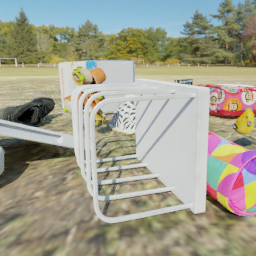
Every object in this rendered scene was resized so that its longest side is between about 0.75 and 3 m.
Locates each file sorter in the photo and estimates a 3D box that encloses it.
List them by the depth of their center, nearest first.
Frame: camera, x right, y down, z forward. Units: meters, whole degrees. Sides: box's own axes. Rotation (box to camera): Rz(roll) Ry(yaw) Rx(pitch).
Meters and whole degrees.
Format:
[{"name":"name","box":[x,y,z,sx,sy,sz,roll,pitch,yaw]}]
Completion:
[{"name":"file sorter","box":[-0.027,0.117,3.960,1.326,1.478,2.130,-5,14,-16]}]

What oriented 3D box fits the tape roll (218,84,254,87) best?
[{"name":"tape roll","box":[4.596,-1.566,12.937,2.271,0.794,2.271,0,12,0]}]

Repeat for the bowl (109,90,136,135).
[{"name":"bowl","box":[0.654,-0.599,7.926,2.394,1.123,2.394,1,14,0]}]

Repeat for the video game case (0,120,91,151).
[{"name":"video game case","box":[-2.321,-0.019,4.847,2.055,0.259,2.870,6,-8,37]}]

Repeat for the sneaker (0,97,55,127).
[{"name":"sneaker","box":[-2.692,-0.457,8.292,1.082,0.722,1.888,9,19,29]}]

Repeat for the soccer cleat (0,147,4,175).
[{"name":"soccer cleat","box":[-3.229,0.435,4.032,2.994,1.046,1.293,7,2,15]}]

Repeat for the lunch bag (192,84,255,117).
[{"name":"lunch bag","box":[3.739,-1.081,10.121,2.306,1.072,2.618,-4,13,-18]}]

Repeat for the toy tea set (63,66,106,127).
[{"name":"toy tea set","box":[-1.018,-0.698,6.186,1.059,1.780,0.659,40,58,21]}]

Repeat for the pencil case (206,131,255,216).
[{"name":"pencil case","box":[1.163,0.452,3.929,0.868,0.868,1.965,-5,14,-21]}]

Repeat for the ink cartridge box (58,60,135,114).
[{"name":"ink cartridge box","box":[-1.220,-1.632,10.716,1.808,1.840,2.499,-12,17,-41]}]

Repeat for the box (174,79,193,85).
[{"name":"box","box":[2.954,-2.101,14.889,1.230,0.978,0.283,-11,17,-39]}]

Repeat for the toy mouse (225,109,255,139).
[{"name":"toy mouse","box":[2.372,-0.288,4.747,1.227,1.380,0.267,-24,62,-20]}]
